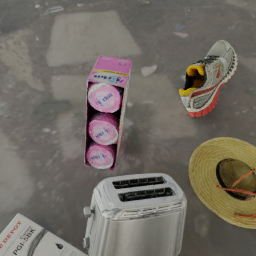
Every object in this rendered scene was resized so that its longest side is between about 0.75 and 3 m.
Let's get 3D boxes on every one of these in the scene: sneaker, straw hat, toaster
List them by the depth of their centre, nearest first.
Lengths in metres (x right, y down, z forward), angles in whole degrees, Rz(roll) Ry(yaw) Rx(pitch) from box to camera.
[{"bbox_3d":[0.236,1.712,5.279,2.149,1.388,1.221,-2,24,-17],"label":"toaster"},{"bbox_3d":[2.540,1.086,6.376,2.163,2.163,0.916,39,39,24],"label":"straw hat"},{"bbox_3d":[2.340,-1.626,8.116,1.036,1.093,2.661,1,54,48],"label":"sneaker"}]

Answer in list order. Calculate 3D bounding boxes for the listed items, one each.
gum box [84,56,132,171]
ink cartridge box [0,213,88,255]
[{"bbox_3d":[-0.502,-0.284,6.675,0.803,2.429,1.378,9,36,0],"label":"gum box"},{"bbox_3d":[-1.855,2.763,5.563,1.811,0.750,1.329,23,54,16],"label":"ink cartridge box"}]
